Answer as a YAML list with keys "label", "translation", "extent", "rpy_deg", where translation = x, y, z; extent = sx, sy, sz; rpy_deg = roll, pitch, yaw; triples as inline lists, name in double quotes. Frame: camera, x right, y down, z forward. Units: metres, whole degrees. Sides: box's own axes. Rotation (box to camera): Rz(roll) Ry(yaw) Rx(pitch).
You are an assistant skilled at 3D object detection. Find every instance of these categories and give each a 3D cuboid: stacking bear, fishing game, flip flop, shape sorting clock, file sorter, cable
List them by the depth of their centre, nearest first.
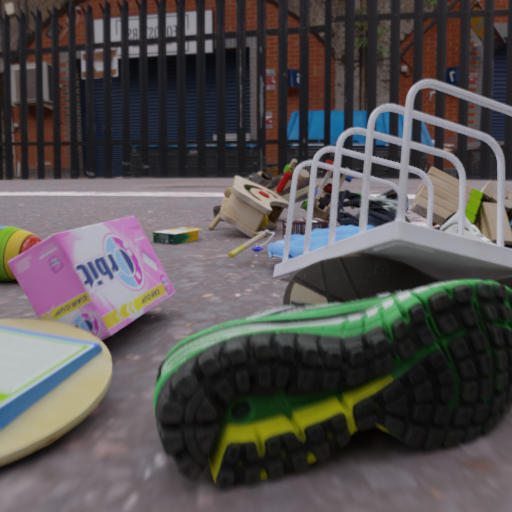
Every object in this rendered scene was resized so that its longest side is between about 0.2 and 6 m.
- label: "shape sorting clock"
  translation: [-2.082, 0.932, 3.976]
  extent: [2.061, 0.404, 2.061]
  rpy_deg: [2, 14, -1]
- label: "flip flop"
  translation: [1.529, 0.593, 4.742]
  extent: [2.619, 1.062, 0.754]
  rpy_deg: [1, -22, 5]
- label: "file sorter"
  translation: [1.504, -0.478, 5.754]
  extent: [1.718, 1.542, 2.476]
  rpy_deg: [12, -12, -19]
- label: "stacking bear"
  translation: [-3.460, 0.020, 8.199]
  extent: [1.517, 0.862, 0.921]
  rpy_deg: [6, 11, 6]
- label: "fishing game"
  translation: [1.485, -0.059, 9.262]
  extent: [3.669, 0.570, 2.627]
  rpy_deg: [0, 15, 16]
- label: "cable"
  translation: [2.199, -0.707, 11.128]
  extent: [1.629, 0.414, 1.329]
  rpy_deg: [24, 37, -3]

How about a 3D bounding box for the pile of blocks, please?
- label: "pile of blocks"
  translation: [4.835, -0.575, 11.308]
  extent: [3.919, 1.609, 1.218]
  rpy_deg: [8, -34, -6]

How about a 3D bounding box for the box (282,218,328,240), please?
- label: "box"
  translation: [0.945, -0.396, 10.907]
  extent: [0.758, 0.622, 0.629]
  rpy_deg: [-2, 10, -12]

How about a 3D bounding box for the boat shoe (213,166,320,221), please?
- label: "boat shoe"
  translation: [0.211, -1.857, 16.086]
  extent: [3.173, 1.163, 1.182]
  rpy_deg: [-16, 6, 10]

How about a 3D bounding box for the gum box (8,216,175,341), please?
- label: "gum box"
  translation: [-1.562, 0.230, 5.790]
  extent: [0.594, 1.019, 1.795]
  rpy_deg: [-27, 3, 15]

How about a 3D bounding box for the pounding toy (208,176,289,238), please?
- label: "pounding toy"
  translation: [-0.181, -0.924, 13.780]
  extent: [1.545, 1.550, 2.702]
  rpy_deg: [27, 17, -9]

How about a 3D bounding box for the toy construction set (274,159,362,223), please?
- label: "toy construction set"
  translation: [1.482, -1.445, 14.927]
  extent: [2.318, 1.781, 1.933]
  rpy_deg: [12, 49, -19]

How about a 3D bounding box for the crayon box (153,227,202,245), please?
- label: "crayon box"
  translation: [-1.697, -0.438, 12.214]
  extent: [0.608, 0.249, 0.967]
  rpy_deg: [6, 12, 33]

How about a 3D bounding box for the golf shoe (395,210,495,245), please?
- label: "golf shoe"
  translation: [2.866, -0.027, 7.435]
  extent: [2.317, 1.127, 0.907]
  rpy_deg: [4, 9, 16]

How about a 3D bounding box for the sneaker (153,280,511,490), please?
- label: "sneaker"
  translation: [0.642, 0.640, 3.797]
  extent: [2.724, 1.063, 1.161]
  rpy_deg: [-3, 10, -16]

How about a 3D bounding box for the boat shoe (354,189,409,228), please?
- label: "boat shoe"
  translation: [2.764, -0.881, 12.286]
  extent: [1.141, 0.942, 3.047]
  rpy_deg: [22, 22, 25]
